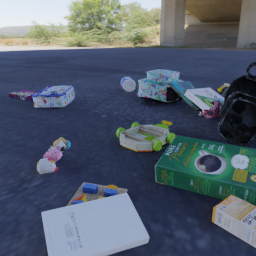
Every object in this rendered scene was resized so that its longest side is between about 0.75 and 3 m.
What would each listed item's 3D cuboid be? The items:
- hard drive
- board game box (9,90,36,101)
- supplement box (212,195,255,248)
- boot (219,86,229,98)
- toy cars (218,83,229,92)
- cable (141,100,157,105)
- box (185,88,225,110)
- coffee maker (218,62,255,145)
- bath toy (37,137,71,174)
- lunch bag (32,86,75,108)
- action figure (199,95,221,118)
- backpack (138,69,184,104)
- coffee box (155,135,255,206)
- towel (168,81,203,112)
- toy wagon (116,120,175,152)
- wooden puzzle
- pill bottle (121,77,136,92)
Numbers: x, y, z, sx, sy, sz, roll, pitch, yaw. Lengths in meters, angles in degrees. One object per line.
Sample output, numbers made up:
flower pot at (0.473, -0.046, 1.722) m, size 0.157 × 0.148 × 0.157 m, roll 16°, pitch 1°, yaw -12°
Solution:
hard drive at (-0.644, 1.884, 5.311) m, size 1.771 × 0.236 × 1.168 m, roll -8°, pitch 36°, yaw -20°
board game box at (-5.757, -1.849, 15.775) m, size 1.703 × 0.275 × 1.022 m, roll 13°, pitch 20°, yaw 31°
supplement box at (2.334, 1.831, 5.541) m, size 0.690 × 0.403 × 1.095 m, roll -17°, pitch 27°, yaw -37°
boot at (5.340, -1.512, 14.428) m, size 1.317 × 0.698 × 2.001 m, roll 20°, pitch 37°, yaw 34°
toy cars at (6.545, -2.420, 16.934) m, size 2.183 × 0.483 × 0.979 m, roll 3°, pitch 21°, yaw 9°
cable at (1.062, -1.255, 14.194) m, size 0.701 × 0.218 × 0.860 m, roll 17°, pitch 18°, yaw 24°
box at (3.769, -1.327, 13.102) m, size 2.013 × 0.366 × 1.453 m, roll -13°, pitch 48°, yaw -42°
coffee maker at (4.191, -0.966, 10.084) m, size 1.750 × 2.495 × 2.598 m, roll 4°, pitch 20°, yaw 20°
bath toy at (-2.109, 0.800, 8.077) m, size 0.552 × 0.649 × 1.493 m, roll 11°, pitch 25°, yaw 1°
lunch bag at (-3.811, -1.633, 14.344) m, size 1.794 × 0.846 × 2.238 m, roll 1°, pitch 19°, yaw 9°
action figure at (3.844, -0.651, 12.010) m, size 1.648 × 1.104 × 1.227 m, roll -13°, pitch 52°, yaw -30°
backpack at (1.656, -2.229, 14.901) m, size 2.273 × 1.711 × 2.018 m, roll 7°, pitch 20°, yaw 33°
coffee box at (2.254, 1.019, 7.158) m, size 2.754 × 0.606 × 1.693 m, roll 10°, pitch 32°, yaw 24°
towel at (3.087, -1.556, 13.419) m, size 1.559 × 0.231 × 2.126 m, roll -7°, pitch 47°, yaw -39°
toy wagon at (0.779, 0.230, 9.834) m, size 1.757 × 0.448 × 2.265 m, roll 18°, pitch 26°, yaw 39°
wooden puzzle at (-0.712, 1.582, 6.391) m, size 1.152 × 0.288 × 1.244 m, roll 5°, pitch 21°, yaw 15°
pill bottle at (-0.032, -2.755, 17.422) m, size 0.783 × 0.783 × 1.396 m, roll -4°, pitch 19°, yaw -10°
